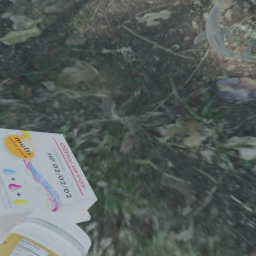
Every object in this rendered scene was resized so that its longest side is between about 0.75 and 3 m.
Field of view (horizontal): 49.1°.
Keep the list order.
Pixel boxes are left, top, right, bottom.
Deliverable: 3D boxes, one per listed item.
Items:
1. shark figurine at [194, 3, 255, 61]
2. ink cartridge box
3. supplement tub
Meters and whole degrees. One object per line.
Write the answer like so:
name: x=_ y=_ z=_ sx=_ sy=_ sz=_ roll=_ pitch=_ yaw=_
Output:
shark figurine: x=1.681 y=-1.452 z=4.918 sx=1.207 sy=0.721 sz=0.504 roll=40 pitch=29 yaw=-19
ink cartridge box: x=-1.474 y=0.797 z=4.210 sx=0.833 sy=2.457 sz=1.414 roll=-46 pitch=61 yaw=23
supplement tub: x=-0.910 y=1.410 z=2.553 sx=0.816 sy=0.816 sz=1.128 roll=22 pitch=50 yaw=12
